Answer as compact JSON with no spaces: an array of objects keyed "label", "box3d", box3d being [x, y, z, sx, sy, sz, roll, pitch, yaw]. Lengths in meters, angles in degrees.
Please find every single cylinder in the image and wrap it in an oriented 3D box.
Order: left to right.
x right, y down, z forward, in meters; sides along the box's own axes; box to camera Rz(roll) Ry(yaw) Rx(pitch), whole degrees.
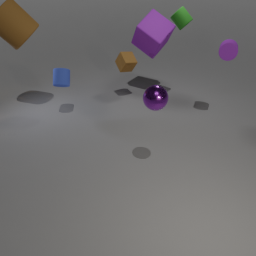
[{"label":"cylinder","box3d":[-4.507,-4.077,11.027,1.400,1.400,1.400,-34,31,24]},{"label":"cylinder","box3d":[-2.805,-2.118,11.821,0.700,0.700,0.700,1,0,0]},{"label":"cylinder","box3d":[2.305,-4.711,12.038,0.700,0.700,0.700,-40,7,6]},{"label":"cylinder","box3d":[3.911,-3.040,10.898,0.700,0.700,0.700,10,30,17]}]

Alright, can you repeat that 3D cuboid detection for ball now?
[{"label":"ball","box3d":[0.756,-0.823,7.673,0.700,0.700,0.700,0,30,0]}]

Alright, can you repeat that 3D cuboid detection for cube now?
[{"label":"cube","box3d":[-0.089,-3.185,13.492,0.700,0.700,0.700,-11,66,-33]},{"label":"cube","box3d":[1.216,-4.575,13.705,1.400,1.400,1.400,38,71,2]}]
